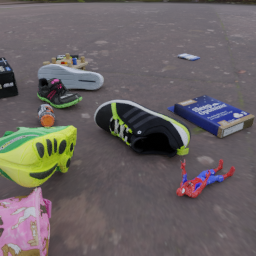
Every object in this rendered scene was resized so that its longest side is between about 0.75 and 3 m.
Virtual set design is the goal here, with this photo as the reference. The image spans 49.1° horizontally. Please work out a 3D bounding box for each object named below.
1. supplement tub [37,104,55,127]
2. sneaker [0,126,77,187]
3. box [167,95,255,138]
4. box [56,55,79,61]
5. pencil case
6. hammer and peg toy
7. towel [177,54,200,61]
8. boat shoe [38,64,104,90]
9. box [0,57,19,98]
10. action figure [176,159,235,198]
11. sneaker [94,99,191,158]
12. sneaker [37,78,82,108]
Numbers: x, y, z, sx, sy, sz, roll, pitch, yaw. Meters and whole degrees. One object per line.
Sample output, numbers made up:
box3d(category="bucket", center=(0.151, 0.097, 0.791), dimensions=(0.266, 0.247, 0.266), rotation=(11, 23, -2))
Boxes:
box3d(category="supplement tub", center=(-2.492, -0.369, 8.546), dimensions=(0.480, 0.480, 0.784), rotation=(-10, 31, -18))
box3d(category="sneaker", center=(-1.791, 0.366, 5.547), dimensions=(1.232, 1.092, 2.948), rotation=(14, -1, 3))
box3d(category="box", center=(2.527, -0.510, 8.921), dimensions=(1.449, 0.387, 2.391), rotation=(-18, 33, -29))
box3d(category="box", center=(-3.099, -3.480, 14.337), dimensions=(1.139, 0.271, 1.100), rotation=(-3, 32, -6))
box3d(category="pencil case", center=(-2.627, 1.703, 4.108), dimensions=(2.950, 1.221, 1.276), rotation=(-7, 53, -13))
box3d(category="hammer and peg toy", center=(-2.862, -2.829, 12.792), dimensions=(1.368, 0.656, 1.859), rotation=(17, 34, 25))
box3d(category="towel", center=(3.274, -3.815, 15.098), dimensions=(1.018, 0.121, 0.747), rotation=(27, 37, 36))
box3d(category="boat shoe", center=(-2.236, -1.952, 11.173), dimensions=(2.618, 0.943, 0.812), rotation=(11, 12, 4))
box3d(category="box", center=(-5.440, -1.900, 10.777), dimensions=(1.842, 0.969, 2.250), rotation=(-16, 33, -25))
box3d(category="action figure", center=(1.632, 0.943, 5.965), dimensions=(1.564, 0.774, 0.510), rotation=(-22, 35, -29))
box3d(category="sneaker", center=(0.222, 0.023, 7.278), dimensions=(2.880, 1.033, 1.193), rotation=(14, 32, 23))
box3d(category="sneaker", center=(-2.484, -1.264, 9.753), dimensions=(2.055, 0.861, 0.788), rotation=(18, 34, 29))
